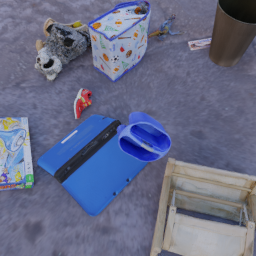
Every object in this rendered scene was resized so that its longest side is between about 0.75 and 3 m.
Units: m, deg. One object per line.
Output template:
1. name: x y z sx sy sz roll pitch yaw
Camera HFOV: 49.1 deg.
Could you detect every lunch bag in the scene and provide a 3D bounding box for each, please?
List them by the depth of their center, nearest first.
1. lunch bag: -0.148 -3.057 9.575 2.255 1.917 1.396 -40 66 -22

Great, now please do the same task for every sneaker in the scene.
1. sneaker: -1.424 -0.795 8.933 0.501 0.455 1.181 10 57 1

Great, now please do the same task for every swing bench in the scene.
1. swing bench: 1.810 2.123 6.384 2.285 1.490 2.297 11 52 8

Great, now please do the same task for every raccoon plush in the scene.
1. raccoon plush: -2.061 -2.529 9.974 2.590 1.736 1.253 -1 41 -46

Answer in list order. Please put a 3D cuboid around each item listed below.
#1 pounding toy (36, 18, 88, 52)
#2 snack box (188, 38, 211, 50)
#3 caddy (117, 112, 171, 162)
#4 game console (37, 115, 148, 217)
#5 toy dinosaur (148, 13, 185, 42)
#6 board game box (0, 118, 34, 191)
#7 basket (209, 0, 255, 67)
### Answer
1. pounding toy: -2.569 -3.583 10.335 1.933 1.105 1.109 -28 52 -25
2. snack box: 2.843 -3.224 10.747 1.028 0.125 0.370 -12 57 -8
3. caddy: 0.355 0.243 6.207 1.286 0.909 0.675 30 26 -30
4. game console: -0.979 0.914 7.906 2.331 1.379 1.990 -42 34 -25
5. toy dinosaur: 1.425 -4.013 10.987 1.556 0.817 1.412 -1 36 13
6. board game box: -3.458 0.658 7.691 1.478 0.376 2.183 -2 54 -26
7. basket: 3.587 -3.223 9.596 1.382 2.032 1.832 -20 58 -13
